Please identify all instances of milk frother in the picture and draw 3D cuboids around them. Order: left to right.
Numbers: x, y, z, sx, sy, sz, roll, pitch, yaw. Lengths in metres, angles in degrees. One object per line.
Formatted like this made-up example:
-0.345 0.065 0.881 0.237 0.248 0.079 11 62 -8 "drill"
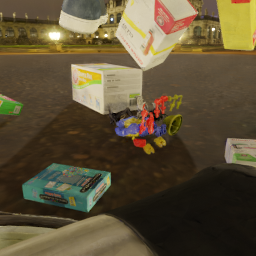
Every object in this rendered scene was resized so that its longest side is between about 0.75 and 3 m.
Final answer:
0.126 0.878 0.986 2.634 2.800 2.527 -12 25 -31 "milk frother"

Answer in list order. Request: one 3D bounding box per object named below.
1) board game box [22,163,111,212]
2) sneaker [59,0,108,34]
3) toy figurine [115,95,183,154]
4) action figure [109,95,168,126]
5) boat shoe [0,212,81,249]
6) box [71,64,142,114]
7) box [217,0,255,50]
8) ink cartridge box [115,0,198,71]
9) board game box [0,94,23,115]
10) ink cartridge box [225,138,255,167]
-1.000 0.963 4.716 1.169 0.274 0.883 6 19 19 "board game box"
-0.548 -2.356 4.344 0.734 1.395 1.931 11 29 -10 "sneaker"
0.363 -0.223 7.096 1.345 1.184 2.245 5 17 32 "toy figurine"
0.338 -0.515 8.315 1.778 0.907 1.057 -4 8 -8 "action figure"
-1.521 1.215 2.893 2.584 0.921 0.778 -4 22 -4 "boat shoe"
-0.914 -1.610 10.683 1.616 1.456 2.872 -9 20 -30 "box"
1.789 -2.311 4.459 0.553 2.206 0.830 15 66 32 "box"
0.923 -3.960 10.732 1.239 2.156 2.970 -30 -11 -28 "ink cartridge box"
-4.651 -1.002 8.861 2.042 0.412 1.563 24 5 12 "board game box"
2.406 0.608 5.496 0.803 0.466 1.109 3 18 10 "ink cartridge box"
